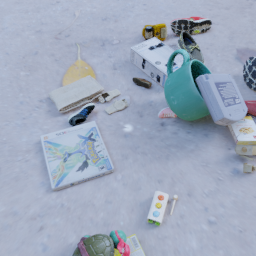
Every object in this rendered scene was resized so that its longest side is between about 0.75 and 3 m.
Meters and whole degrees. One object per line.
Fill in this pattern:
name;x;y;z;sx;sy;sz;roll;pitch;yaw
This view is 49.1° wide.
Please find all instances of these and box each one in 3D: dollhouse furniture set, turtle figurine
dollhouse furniture set;3.757;0.956;8.674;0.950;0.840;0.528;7;-4;-44
turtle figurine;-0.766;2.968;6.174;2.465;1.241;1.846;-31;35;-12

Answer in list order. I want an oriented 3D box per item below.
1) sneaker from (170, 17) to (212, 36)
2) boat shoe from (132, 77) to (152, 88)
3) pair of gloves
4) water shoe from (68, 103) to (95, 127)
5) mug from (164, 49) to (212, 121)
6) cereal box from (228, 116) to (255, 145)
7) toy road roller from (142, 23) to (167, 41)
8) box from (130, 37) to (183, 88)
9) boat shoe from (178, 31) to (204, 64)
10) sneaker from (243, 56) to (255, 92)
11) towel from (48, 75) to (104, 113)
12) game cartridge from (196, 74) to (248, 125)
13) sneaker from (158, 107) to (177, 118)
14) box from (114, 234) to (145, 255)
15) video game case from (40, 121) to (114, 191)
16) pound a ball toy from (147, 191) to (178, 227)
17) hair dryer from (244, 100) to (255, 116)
sneaker;2.927;-4.944;13.446;2.141;0.824;0.909;-7;40;-17
boat shoe;0.556;-1.799;11.000;0.804;0.289;0.273;29;44;20
pair of gloves;-0.559;-1.011;10.359;0.935;0.193;1.100;-22;54;-18
water shoe;-1.539;-0.417;9.752;1.133;0.405;0.447;-36;62;-16
mug;2.066;-1.338;9.534;1.808;1.361;2.201;18;55;-40
cereal box;3.873;0.073;9.329;0.852;0.234;1.184;-2;42;-3
toy road roller;1.203;-4.491;13.023;1.138;0.699;0.831;-12;39;-9
box;1.315;-2.673;11.424;1.394;0.719;2.390;-29;55;-22
boat shoe;2.724;-3.414;12.124;0.736;0.616;2.061;-12;51;-10
sneaker;5.408;-1.680;10.607;1.064;1.036;2.672;-8;53;-31
towel;-1.919;-1.291;10.434;1.881;0.324;1.247;-26;46;-17
game cartridge;3.067;-0.919;8.897;2.453;0.502;1.633;-13;74;-51
sneaker;1.464;-0.512;9.853;0.807;0.304;0.422;-24;49;-24
box;-0.514;3.431;6.383;2.044;0.494;1.199;-17;52;-17
video game case;-1.634;0.786;8.771;1.879;0.227;2.062;-16;53;-13
pound a ball toy;0.947;2.121;7.537;0.641;0.418;0.983;15;52;13
hair dryer;4.814;-0.151;9.292;1.981;0.707;2.601;-24;53;-18
